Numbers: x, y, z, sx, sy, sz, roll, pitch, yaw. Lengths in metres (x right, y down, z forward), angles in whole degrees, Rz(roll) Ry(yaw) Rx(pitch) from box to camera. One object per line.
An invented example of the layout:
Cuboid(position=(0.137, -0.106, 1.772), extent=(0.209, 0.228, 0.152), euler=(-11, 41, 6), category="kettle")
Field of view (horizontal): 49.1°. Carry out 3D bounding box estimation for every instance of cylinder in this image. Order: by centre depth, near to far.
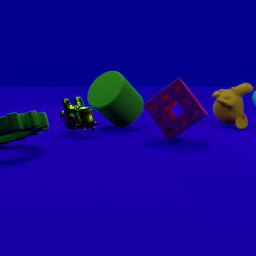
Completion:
Cuboid(position=(-0.349, -0.829, 8.286), extent=(1.233, 1.233, 1.233), euler=(7, -22, 36), category="cylinder")

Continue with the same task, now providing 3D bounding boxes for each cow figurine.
Cuboid(position=(-1.312, -0.237, 7.284), extent=(0.673, 1.207, 1.226), euler=(-12, -28, -32), category="cow figurine")

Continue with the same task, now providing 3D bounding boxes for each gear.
Cuboid(position=(-2.329, 0.054, 5.397), extent=(1.542, 0.285, 1.542), euler=(-17, -4, -1), category="gear")

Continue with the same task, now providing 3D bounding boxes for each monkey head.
Cuboid(position=(3.235, -0.721, 8.550), extent=(1.261, 1.056, 1.753), euler=(-26, 27, 8), category="monkey head")

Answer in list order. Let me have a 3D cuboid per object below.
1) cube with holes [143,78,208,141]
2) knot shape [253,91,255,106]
Cuboid(position=(1.114, -0.408, 6.408), extent=(0.967, 0.967, 0.967), euler=(-37, -9, 16), category="cube with holes")
Cuboid(position=(4.193, -0.707, 8.214), extent=(1.152, 1.231, 0.569), euler=(31, 7, 6), category="knot shape")
